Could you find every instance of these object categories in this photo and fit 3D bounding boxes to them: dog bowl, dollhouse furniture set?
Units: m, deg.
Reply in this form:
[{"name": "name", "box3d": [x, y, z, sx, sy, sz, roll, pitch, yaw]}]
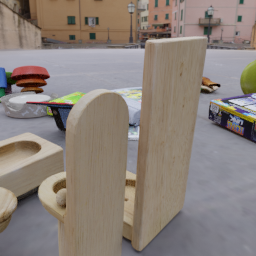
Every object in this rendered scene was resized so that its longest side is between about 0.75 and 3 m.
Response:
[{"name": "dog bowl", "box3d": [-2.967, -0.723, 8.537, 1.674, 0.491, 1.674, 0, 17, 0]}, {"name": "dollhouse furniture set", "box3d": [-1.039, 0.046, 3.156, 2.715, 2.212, 2.582, 19, 28, 33]}]

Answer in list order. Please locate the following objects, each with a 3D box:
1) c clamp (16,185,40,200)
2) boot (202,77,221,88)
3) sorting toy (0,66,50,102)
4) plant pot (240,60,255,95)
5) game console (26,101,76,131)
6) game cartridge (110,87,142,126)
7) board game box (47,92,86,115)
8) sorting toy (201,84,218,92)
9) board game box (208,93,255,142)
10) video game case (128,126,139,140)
[{"name": "c clamp", "box3d": [-2.609, 0.803, 4.270, 2.379, 0.322, 2.032, -13, 23, -34]}, {"name": "boot", "box3d": [3.079, -1.849, 11.528, 1.052, 0.383, 1.117, 6, 23, -18]}, {"name": "sorting toy", "box3d": [-4.267, -1.519, 10.355, 2.860, 1.174, 1.718, -5, 0, 23]}, {"name": "plant pot", "box3d": [4.712, -1.516, 8.778, 2.267, 2.267, 2.182, -2, 6, -5]}, {"name": "game console", "box3d": [-1.439, -0.229, 6.277, 1.279, 1.102, 0.759, 6, 33, 30]}, {"name": "game cartridge", "box3d": [0.420, -0.732, 8.183, 1.837, 0.564, 2.759, 20, 24, 41]}, {"name": "board game box", "box3d": [-1.648, -0.713, 8.507, 0.782, 0.366, 1.539, 14, 24, 20]}, {"name": "sorting toy", "box3d": [2.779, -1.692, 11.711, 1.530, 0.305, 2.070, 16, 20, 27]}, {"name": "board game box", "box3d": [3.290, -0.272, 6.892, 1.670, 0.573, 2.020, -9, 24, -21]}, {"name": "video game case", "box3d": [-0.114, 0.103, 6.712, 0.759, 0.097, 0.835, 1, 19, 2]}]
